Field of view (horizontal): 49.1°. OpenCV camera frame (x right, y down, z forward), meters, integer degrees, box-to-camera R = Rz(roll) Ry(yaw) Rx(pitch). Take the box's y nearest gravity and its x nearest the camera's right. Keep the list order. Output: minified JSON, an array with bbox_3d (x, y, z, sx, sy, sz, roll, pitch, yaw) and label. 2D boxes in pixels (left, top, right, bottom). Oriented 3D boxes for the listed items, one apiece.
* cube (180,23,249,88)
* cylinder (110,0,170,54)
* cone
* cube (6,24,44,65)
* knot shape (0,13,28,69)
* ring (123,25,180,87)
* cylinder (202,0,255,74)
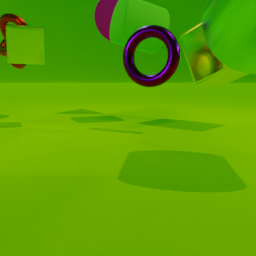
[{"bbox_3d":[2.336,-1.902,6.994,1.330,1.330,1.330,-24,-13,40],"label":"cube"},{"bbox_3d":[0.289,-2.800,7.663,1.255,1.255,1.255,9,6,-23],"label":"cylinder"},{"bbox_3d":[-0.176,-3.976,9.561,1.616,1.616,1.622,2,39,9],"label":"cone"},{"bbox_3d":[-2.471,-2.012,6.733,0.816,0.816,0.816,-2,22,-22],"label":"cube"},{"bbox_3d":[-3.446,-2.491,8.456,0.729,1.477,1.579,-8,-10,-35],"label":"knot shape"},{"bbox_3d":[0.486,-1.550,6.082,1.322,1.322,0.264,5,8,26],"label":"ring"},{"bbox_3d":[1.701,-1.456,3.167,1.382,1.382,1.382,0,-4,0],"label":"cylinder"}]
